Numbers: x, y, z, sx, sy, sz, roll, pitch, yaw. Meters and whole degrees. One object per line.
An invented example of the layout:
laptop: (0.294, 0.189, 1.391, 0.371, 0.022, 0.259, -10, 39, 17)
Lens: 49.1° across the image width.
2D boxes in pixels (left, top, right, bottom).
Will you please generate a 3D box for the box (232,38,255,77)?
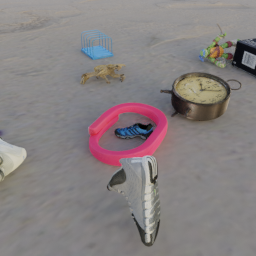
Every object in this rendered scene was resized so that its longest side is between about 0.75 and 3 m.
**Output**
box: (6.108, -3.116, 12.310, 2.039, 1.197, 2.005, -12, 36, -20)

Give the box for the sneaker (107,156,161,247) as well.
sneaker: (0.080, 1.335, 5.291, 0.967, 1.674, 0.628, 0, 3, 21)

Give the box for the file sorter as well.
file sorter: (-1.604, -4.253, 14.191, 1.128, 0.997, 1.626, -18, 38, -23)

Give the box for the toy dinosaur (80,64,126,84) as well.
toy dinosaur: (-0.747, -2.445, 11.696, 2.647, 0.770, 1.339, -27, 41, -34)

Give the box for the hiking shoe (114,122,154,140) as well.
hiking shoe: (0.176, 0.033, 8.195, 1.155, 0.501, 0.430, 1, 34, 2)

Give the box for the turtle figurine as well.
turtle figurine: (4.475, -3.578, 12.824, 1.968, 2.030, 1.461, -11, 69, -23)

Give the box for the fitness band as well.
fitness band: (0.028, 0.102, 8.162, 1.956, 0.510, 2.723, 18, 39, 21)

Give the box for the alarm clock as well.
alarm clock: (2.628, -1.110, 9.335, 2.757, 0.918, 1.860, -20, 45, -14)

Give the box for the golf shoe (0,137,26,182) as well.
golf shoe: (-3.943, 0.587, 7.179, 2.804, 1.098, 1.363, 18, 20, 17)
